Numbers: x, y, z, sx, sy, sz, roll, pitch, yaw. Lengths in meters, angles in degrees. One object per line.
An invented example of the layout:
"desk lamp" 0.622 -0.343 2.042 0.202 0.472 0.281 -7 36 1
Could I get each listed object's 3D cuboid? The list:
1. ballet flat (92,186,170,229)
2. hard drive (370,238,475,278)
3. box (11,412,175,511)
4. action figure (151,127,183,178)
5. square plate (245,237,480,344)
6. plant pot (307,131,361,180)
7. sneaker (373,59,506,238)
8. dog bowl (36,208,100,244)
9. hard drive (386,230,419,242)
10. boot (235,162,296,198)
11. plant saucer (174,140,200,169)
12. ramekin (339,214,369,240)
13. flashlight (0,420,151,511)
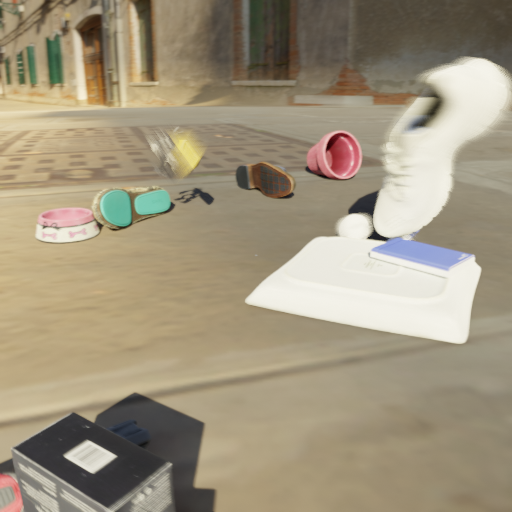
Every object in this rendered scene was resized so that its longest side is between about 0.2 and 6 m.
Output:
"ballet flat" -3.055 -1.122 12.772 1.023 0.921 2.716 0 11 24
"hard drive" 2.691 0.006 9.105 1.368 0.174 0.903 18 26 41
"box" -1.140 1.818 4.000 1.070 0.974 0.557 13 23 33
"action figure" -1.927 -2.267 12.305 0.652 1.098 0.560 37 36 26
"square plate" 1.905 0.311 9.187 3.194 0.459 3.224 8 21 23
"plant pot" 2.383 -3.146 17.916 1.497 1.497 1.340 -10 6 -27
"sneaker" 2.699 -1.725 9.457 1.468 3.371 1.256 -11 44 -37
"dog bowl" -4.042 -0.675 11.976 1.315 0.485 1.315 -1 19 0
"hard drive" 2.854 -0.349 11.092 0.594 0.114 0.900 -25 0 30
"boot" 0.595 -2.264 15.851 1.265 0.975 2.610 -15 22 -31
"plant saucer" -1.413 -2.169 11.758 0.163 0.674 0.674 -34 11 10
"ramekin" 1.977 -0.547 11.241 0.592 0.592 0.288 1 -14 2
"flashlight" -1.719 1.866 4.619 1.669 0.567 0.565 -12 25 -43
